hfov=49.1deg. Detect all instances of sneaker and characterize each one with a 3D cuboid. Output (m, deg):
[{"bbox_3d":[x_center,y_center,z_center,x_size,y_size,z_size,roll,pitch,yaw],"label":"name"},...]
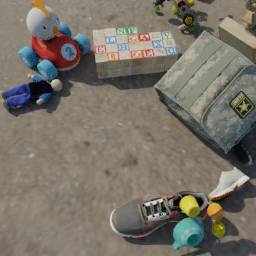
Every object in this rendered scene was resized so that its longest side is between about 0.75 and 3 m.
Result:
[{"bbox_3d":[2.754,1.598,7.968,1.372,0.519,0.631,-23,53,-22],"label":"sneaker"},{"bbox_3d":[0.839,2.055,7.269,2.693,1.103,1.038,-11,59,-7],"label":"sneaker"},{"bbox_3d":[3.443,0.562,8.499,0.513,0.488,1.296,3,49,-34],"label":"sneaker"}]

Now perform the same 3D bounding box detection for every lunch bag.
[{"bbox_3d":[2.638,-0.993,8.347,2.906,1.709,2.383,42,89,20],"label":"lunch bag"}]

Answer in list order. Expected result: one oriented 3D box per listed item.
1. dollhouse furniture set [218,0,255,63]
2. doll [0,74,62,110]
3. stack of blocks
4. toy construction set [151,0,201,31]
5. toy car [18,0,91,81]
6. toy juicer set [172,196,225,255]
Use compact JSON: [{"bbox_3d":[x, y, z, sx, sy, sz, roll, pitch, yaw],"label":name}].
[{"bbox_3d":[4.972,-4.058,10.438,2.592,2.271,1.722,-46,64,5],"label":"dollhouse furniture set"},{"bbox_3d":[-3.298,-1.302,9.696,2.043,0.495,1.394,-17,61,-10],"label":"doll"},{"bbox_3d":[0.222,-2.888,10.451,2.920,0.855,1.681,-6,59,-4],"label":"stack of blocks"},{"bbox_3d":[2.550,-5.087,11.538,2.351,1.806,1.960,-34,18,-1],"label":"toy construction set"},{"bbox_3d":[-2.740,-3.349,9.870,2.070,2.340,2.157,35,65,19],"label":"toy car"},{"bbox_3d":[1.736,2.631,7.000,1.263,1.985,0.540,6,16,-15],"label":"toy juicer set"}]
